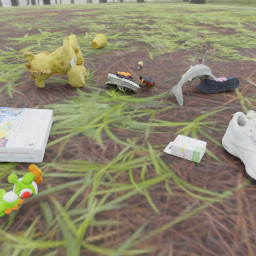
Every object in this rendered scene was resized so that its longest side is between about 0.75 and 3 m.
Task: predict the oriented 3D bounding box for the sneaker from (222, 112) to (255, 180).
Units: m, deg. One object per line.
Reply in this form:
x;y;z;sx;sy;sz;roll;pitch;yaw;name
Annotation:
3.849;0.578;8.192;1.091;1.452;2.915;-7;32;-20;sneaker

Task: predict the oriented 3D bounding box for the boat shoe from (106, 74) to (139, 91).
-0.291;-2.100;13.639;1.918;0.573;0.685;25;1;32;boat shoe

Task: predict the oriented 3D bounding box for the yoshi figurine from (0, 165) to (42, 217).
-2.770;1.478;6.786;0.762;0.765;1.361;-11;28;42;yoshi figurine

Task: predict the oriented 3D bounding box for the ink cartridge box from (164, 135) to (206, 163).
1.851;0.622;9.141;1.209;0.407;0.708;16;34;25;ink cartridge box

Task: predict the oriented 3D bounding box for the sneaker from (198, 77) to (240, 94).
4.321;-2.076;13.683;2.023;0.710;0.830;-4;10;-6;sneaker

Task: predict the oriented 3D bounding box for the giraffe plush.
-3.589;-3.073;13.684;2.432;2.587;2.999;-11;12;6;giraffe plush

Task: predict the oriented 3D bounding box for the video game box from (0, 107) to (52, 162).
-3.994;0.140;9.546;2.469;0.634;2.710;5;29;-9;video game box

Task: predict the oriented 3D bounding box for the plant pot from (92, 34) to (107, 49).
-2.168;-6.290;20.536;0.944;0.944;0.888;18;49;28;plant pot

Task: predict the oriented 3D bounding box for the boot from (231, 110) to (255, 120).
4.606;-0.413;10.920;1.128;0.406;0.872;17;35;16;boot

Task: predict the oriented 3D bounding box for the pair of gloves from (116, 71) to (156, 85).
0.412;-2.563;14.159;2.046;0.253;1.823;15;16;5;pair of gloves

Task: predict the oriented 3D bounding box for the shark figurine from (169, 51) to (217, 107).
3.310;-2.267;12.825;1.338;1.915;3.205;38;45;26;shark figurine

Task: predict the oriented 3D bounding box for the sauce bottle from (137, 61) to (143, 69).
0.701;-3.720;16.685;0.290;0.290;0.879;6;30;10;sauce bottle
